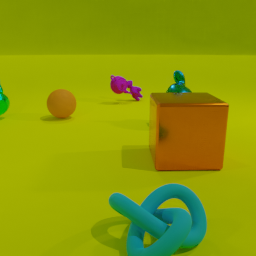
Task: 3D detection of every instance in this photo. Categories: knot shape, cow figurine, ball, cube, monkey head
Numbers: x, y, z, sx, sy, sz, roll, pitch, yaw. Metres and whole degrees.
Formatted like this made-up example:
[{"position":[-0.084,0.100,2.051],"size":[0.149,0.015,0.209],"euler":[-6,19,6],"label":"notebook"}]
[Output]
[{"position":[0.443,1.098,3.423],"size":[1.175,0.580,1.255],"euler":[-5,16,-25],"label":"knot shape"},{"position":[0.205,-1.673,12.337],"size":[0.863,0.877,0.482],"euler":[30,64,34],"label":"cow figurine"},{"position":[-2.197,-0.809,9.284],"size":[0.968,0.968,0.968],"euler":[0,16,0],"label":"ball"},{"position":[1.168,0.014,5.851],"size":[1.329,1.329,1.329],"euler":[0,16,-1],"label":"cube"},{"position":[1.687,-0.781,8.314],"size":[1.250,1.737,1.047],"euler":[-6,-15,-15],"label":"monkey head"}]

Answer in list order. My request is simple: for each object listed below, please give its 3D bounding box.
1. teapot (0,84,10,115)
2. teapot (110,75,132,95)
[{"position":[-4.337,-0.876,9.083],"size":[0.903,1.452,0.711],"euler":[3,37,-51],"label":"teapot"},{"position":[-0.307,-1.760,11.586],"size":[0.595,1.214,0.755],"euler":[2,56,53],"label":"teapot"}]
